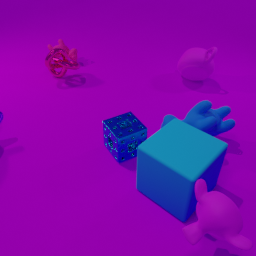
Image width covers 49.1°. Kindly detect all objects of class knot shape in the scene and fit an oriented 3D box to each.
[{"bbox_3d":[-2.072,-2.036,8.894,1.067,1.140,0.527,4,71,-14],"label":"knot shape"}]

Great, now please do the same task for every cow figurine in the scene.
[{"bbox_3d":[1.527,-0.046,6.515,1.451,1.428,0.796,7,61,-33],"label":"cow figurine"},{"bbox_3d":[-2.244,-2.616,9.798,0.935,0.920,0.513,-27,6,-5],"label":"cow figurine"}]

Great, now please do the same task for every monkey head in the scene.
[{"bbox_3d":[1.188,1.316,3.983,0.784,0.656,1.089,-25,64,-21],"label":"monkey head"}]

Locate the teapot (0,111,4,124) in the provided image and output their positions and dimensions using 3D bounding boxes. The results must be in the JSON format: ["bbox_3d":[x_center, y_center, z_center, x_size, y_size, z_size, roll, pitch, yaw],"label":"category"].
[{"bbox_3d":[-3.847,-0.110,6.322,1.932,1.202,0.946,-8,84,-20],"label":"teapot"}]

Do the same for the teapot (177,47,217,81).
[{"bbox_3d":[2.109,-2.030,8.784,1.128,1.814,0.888,21,70,-22],"label":"teapot"}]

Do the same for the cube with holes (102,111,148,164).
[{"bbox_3d":[-0.074,0.206,6.383,0.738,0.738,0.738,-20,43,-23],"label":"cube with holes"}]

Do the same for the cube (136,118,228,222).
[{"bbox_3d":[0.981,0.757,5.342,1.186,1.186,1.186,30,47,32],"label":"cube"}]
